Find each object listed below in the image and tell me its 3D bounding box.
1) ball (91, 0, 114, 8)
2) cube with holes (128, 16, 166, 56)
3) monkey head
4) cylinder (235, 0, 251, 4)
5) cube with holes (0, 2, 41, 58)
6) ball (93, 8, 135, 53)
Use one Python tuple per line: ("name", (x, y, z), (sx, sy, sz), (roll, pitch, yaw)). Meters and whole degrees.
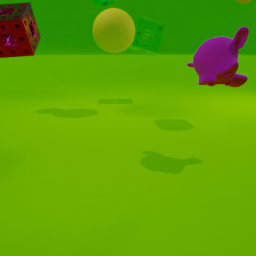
("ball", (-0.855, -4.449, 9.281), (0.876, 0.876, 0.876), (0, 16, 0))
("cube with holes", (0.726, -3.638, 11.240), (1.108, 1.108, 1.108), (14, 8, -7))
("monkey head", (1.742, -1.199, 5.197), (1.008, 0.844, 1.401), (10, -21, -29))
("cylinder", (3.274, -4.039, 7.544), (0.927, 0.927, 0.927), (-8, -16, -26))
("cube with holes", (-2.544, -2.169, 6.220), (0.844, 0.844, 0.844), (-3, 47, 1))
("ball", (-0.459, -3.166, 9.158), (1.381, 1.381, 1.381), (0, 16, 0))
